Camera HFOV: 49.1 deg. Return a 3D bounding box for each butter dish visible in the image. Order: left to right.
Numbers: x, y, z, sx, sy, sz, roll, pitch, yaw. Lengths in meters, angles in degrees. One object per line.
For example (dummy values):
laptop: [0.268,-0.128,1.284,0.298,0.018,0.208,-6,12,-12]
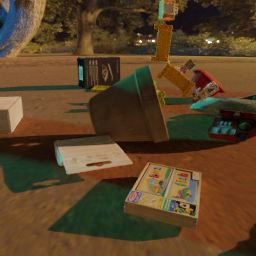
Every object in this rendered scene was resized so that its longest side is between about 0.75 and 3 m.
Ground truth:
butter dish: [3.095,-1.668,11.750,1.469,1.086,1.465,41,7,-5]

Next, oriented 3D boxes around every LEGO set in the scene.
LEGO set: [1.136,-1.742,6.905,1.174,2.552,0.950,-29,7,10]

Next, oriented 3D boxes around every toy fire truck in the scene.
toy fire truck: [2.782,-0.032,7.230,1.240,0.695,1.041,9,43,28]

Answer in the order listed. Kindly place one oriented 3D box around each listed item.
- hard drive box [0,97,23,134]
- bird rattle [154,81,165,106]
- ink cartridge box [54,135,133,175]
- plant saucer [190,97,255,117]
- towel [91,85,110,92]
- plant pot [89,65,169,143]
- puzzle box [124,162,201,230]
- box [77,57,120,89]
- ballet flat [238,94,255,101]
hard drive box: [-3.951,-0.407,8.147,1.391,0.685,1.785,-3,18,-9]
bird rattle: [0.541,-1.341,10.675,1.434,0.991,1.759,-33,33,-11]
ink cartridge box: [-0.732,0.603,5.576,1.243,0.384,1.532,-6,23,-20]
plant saucer: [3.096,-0.505,7.708,2.703,0.370,2.703,9,2,0]
towel: [-0.526,-1.979,13.982,2.511,0.227,1.081,1,17,4]
plant pot: [-0.008,-0.404,6.793,1.619,1.866,1.866,-15,16,8]
puzzle box: [0.611,0.964,4.359,0.992,0.189,1.491,9,17,13]
box: [-1.543,-3.016,15.058,2.126,1.573,1.109,-8,18,-28]
ballet flat: [3.946,-0.752,9.248,2.269,0.765,0.707,2,8,7]
